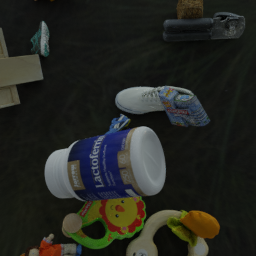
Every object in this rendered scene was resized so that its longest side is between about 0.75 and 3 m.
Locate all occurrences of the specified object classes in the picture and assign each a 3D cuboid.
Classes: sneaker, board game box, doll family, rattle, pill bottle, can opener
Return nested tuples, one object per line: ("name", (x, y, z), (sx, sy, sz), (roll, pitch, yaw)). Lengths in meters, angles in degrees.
("sneaker", (-0.413, -0.045, 9.092), (1.039, 0.384, 0.427), (-40, 78, -20))
("board game box", (1.293, -0.519, 6.939), (0.347, 1.127, 1.126), (-50, 120, -17))
("doll family", (-2.248, 4.217, 7.494), (1.695, 1.231, 2.731), (6, 77, -17))
("rattle", (0.815, 3.363, 7.247), (2.940, 2.100, 1.914), (-20, 91, -12))
("pill bottle", (-0.620, 1.010, 7.189), (2.844, 1.646, 1.646), (-13, 71, 26))
("can opener", (2.708, -3.656, 10.107), (2.935, 0.783, 0.981), (-2, 41, 0))
("sneaker", (0.883, -1.015, 9.083), (2.598, 0.920, 0.949), (-1, 73, 0))
("sneaker", (-3.174, -3.189, 9.967), (0.628, 0.534, 1.377), (-4, 72, 3))

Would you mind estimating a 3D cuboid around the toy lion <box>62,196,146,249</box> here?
("toy lion", (-0.540, 2.481, 7.946), (1.966, 0.704, 2.051), (30, 52, 6))

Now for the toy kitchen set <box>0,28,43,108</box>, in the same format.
("toy kitchen set", (-4.384, -2.017, 9.546), (1.943, 2.149, 2.382), (-23, 111, -43))

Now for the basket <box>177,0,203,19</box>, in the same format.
("basket", (2.223, -4.266, 9.947), (0.806, 1.129, 0.841), (0, 73, 0))
